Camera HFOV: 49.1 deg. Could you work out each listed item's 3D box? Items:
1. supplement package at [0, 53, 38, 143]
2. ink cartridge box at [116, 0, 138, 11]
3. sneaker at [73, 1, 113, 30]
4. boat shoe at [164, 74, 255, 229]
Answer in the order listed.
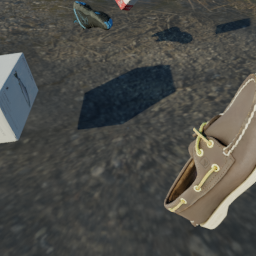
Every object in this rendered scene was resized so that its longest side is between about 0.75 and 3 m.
[{"bbox_3d":[-3.046,-0.722,6.523,1.186,1.182,2.023,-7,41,5],"label":"supplement package"},{"bbox_3d":[0.060,-4.441,8.897,0.456,1.099,0.807,-20,77,-50],"label":"ink cartridge box"},{"bbox_3d":[-1.264,-3.803,9.920,1.884,0.772,0.690,40,35,29],"label":"sneaker"},{"bbox_3d":[1.179,0.407,3.760,0.794,2.668,0.959,16,42,3],"label":"boat shoe"}]
